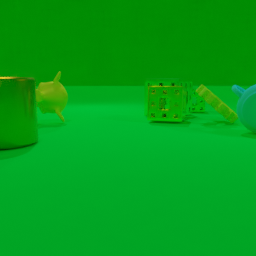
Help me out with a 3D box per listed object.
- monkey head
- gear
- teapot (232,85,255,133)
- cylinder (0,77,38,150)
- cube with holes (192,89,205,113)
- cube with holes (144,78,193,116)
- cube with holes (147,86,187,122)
[{"bbox_3d":[-2.345,-0.943,8.527,0.956,1.586,1.141,-4,1,-4],"label":"monkey head"},{"bbox_3d":[2.785,-0.753,8.731,1.510,0.279,1.510,36,18,-14],"label":"gear"},{"bbox_3d":[3.432,-0.466,6.881,2.020,1.256,0.989,37,30,17],"label":"teapot"},{"bbox_3d":[-2.592,-0.350,5.770,1.364,1.364,1.364,0,9,0],"label":"cylinder"},{"bbox_3d":[2.805,-1.191,12.095,0.958,0.958,0.958,1,9,11],"label":"cube with holes"},{"bbox_3d":[1.573,-1.191,10.793,1.394,1.394,1.394,6,11,32],"label":"cube with holes"},{"bbox_3d":[1.288,-0.791,9.113,1.076,1.076,1.076,3,6,18],"label":"cube with holes"}]
